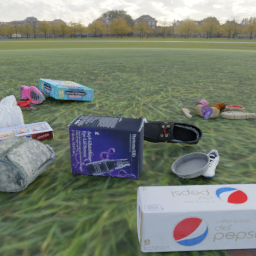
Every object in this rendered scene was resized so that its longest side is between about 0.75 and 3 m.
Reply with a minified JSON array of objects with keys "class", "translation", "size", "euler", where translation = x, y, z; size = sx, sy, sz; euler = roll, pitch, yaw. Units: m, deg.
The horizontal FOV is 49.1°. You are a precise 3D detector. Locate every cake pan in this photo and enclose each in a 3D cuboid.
[{"class":"cake pan","translation":[1.574,0.939,6.979],"size":[0.973,0.178,0.973],"euler":[-20,19,7]}]

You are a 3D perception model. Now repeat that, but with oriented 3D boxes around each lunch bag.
[{"class":"lunch bag","translation":[-2.522,0.838,6.585],"size":[1.190,0.989,1.419],"euler":[13,21,11]}]

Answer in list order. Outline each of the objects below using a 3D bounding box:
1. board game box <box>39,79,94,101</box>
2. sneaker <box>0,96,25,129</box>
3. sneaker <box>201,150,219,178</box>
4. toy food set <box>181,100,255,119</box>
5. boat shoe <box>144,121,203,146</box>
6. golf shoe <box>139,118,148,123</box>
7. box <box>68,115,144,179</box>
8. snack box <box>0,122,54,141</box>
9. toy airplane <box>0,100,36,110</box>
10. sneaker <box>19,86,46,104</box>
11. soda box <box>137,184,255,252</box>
[{"class":"board game box","translation":[-3.175,-1.963,14.255],"size":[1.899,0.590,2.515],"euler":[-1,17,-36]},{"class":"sneaker","translation":[-4.681,-0.540,10.360],"size":[1.265,0.992,2.547],"euler":[-14,23,-26]},{"class":"sneaker","translation":[2.075,0.905,7.158],"size":[0.417,0.420,1.160],"euler":[10,24,22]},{"class":"toy food set","translation":[3.772,-0.832,11.864],"size":[2.765,0.435,1.758],"euler":[-1,20,-3]},{"class":"boat shoe","translation":[1.237,0.112,8.520],"size":[2.011,0.736,0.630],"euler":[7,-18,0]},{"class":"golf shoe","translation":[0.627,-0.127,10.015],"size":[0.322,0.391,0.828],"euler":[-21,30,-41]},{"class":"box","translation":[-0.502,0.448,7.087],"size":[1.770,1.310,0.923],"euler":[3,20,9]},{"class":"snack box","translation":[-3.868,0.275,8.979],"size":[2.734,0.332,0.983],"euler":[-11,23,-27]},{"class":"toy airplane","translation":[-5.151,-1.022,12.445],"size":[2.185,0.402,2.185],"euler":[0,22,0]},{"class":"sneaker","translation":[-4.529,-1.682,13.907],"size":[2.089,0.825,0.997],"euler":[21,15,41]},{"class":"soda box","translation":[1.380,1.528,4.836],"size":[2.416,0.823,0.769],"euler":[0,20,-3]}]
